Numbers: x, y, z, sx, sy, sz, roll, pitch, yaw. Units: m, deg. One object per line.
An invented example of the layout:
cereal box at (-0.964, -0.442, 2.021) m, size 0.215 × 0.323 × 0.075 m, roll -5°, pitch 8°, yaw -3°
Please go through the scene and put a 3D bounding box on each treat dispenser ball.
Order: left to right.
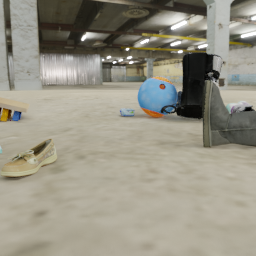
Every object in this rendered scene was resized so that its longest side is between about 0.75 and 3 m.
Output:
treat dispenser ball at (1.322, -1.395, 12.567) m, size 1.793 × 1.793 × 1.793 m, roll 0°, pitch 10°, yaw 0°

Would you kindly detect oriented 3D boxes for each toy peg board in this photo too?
toy peg board at (-5.363, -0.699, 11.910) m, size 2.000 × 0.982 × 2.008 m, roll 13°, pitch 7°, yaw -19°

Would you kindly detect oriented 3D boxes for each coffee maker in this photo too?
coffee maker at (2.740, -1.807, 11.660) m, size 2.387 × 2.485 × 1.674 m, roll 10°, pitch -21°, yaw -10°

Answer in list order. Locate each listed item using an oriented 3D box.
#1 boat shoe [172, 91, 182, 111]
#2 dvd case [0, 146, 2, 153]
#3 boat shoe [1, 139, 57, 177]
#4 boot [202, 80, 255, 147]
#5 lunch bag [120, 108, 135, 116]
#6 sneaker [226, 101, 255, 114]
boat shoe at (2.612, -1.450, 14.966) m, size 0.872 × 1.119 × 2.465 m, roll -8°, pitch 13°, yaw -40°
dvd case at (-3.559, 0.474, 6.718) m, size 0.878 × 0.132 × 1.202 m, roll -5°, pitch 10°, yaw -29°
boat shoe at (-1.846, 0.552, 5.284) m, size 0.530 × 0.453 × 1.445 m, roll 2°, pitch 10°, yaw 13°
boot at (2.829, -0.309, 6.689) m, size 2.033 × 1.848 × 0.738 m, roll -2°, pitch 26°, yaw 14°
lunch bag at (-0.042, -0.732, 13.041) m, size 0.648 × 0.332 × 0.806 m, roll 3°, pitch 9°, yaw -9°
sneaker at (5.402, -0.766, 12.646) m, size 1.820 × 0.708 × 1.273 m, roll -14°, pitch 21°, yaw -38°
